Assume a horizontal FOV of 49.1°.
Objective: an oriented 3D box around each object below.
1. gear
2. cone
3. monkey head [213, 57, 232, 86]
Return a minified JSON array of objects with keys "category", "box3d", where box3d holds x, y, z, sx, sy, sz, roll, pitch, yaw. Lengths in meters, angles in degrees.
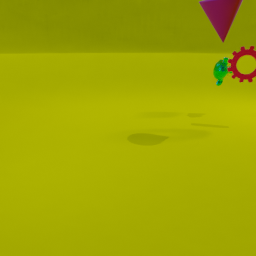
[{"category":"gear","box3d":[3.631,-1.939,8.578,1.097,1.097,0.203,6,12,20]},{"category":"cone","box3d":[2.394,-2.714,7.099,1.083,1.087,1.083,-9,24,4]},{"category":"monkey head","box3d":[3.426,-2.047,9.994,0.760,1.056,0.636,8,31,1]}]
